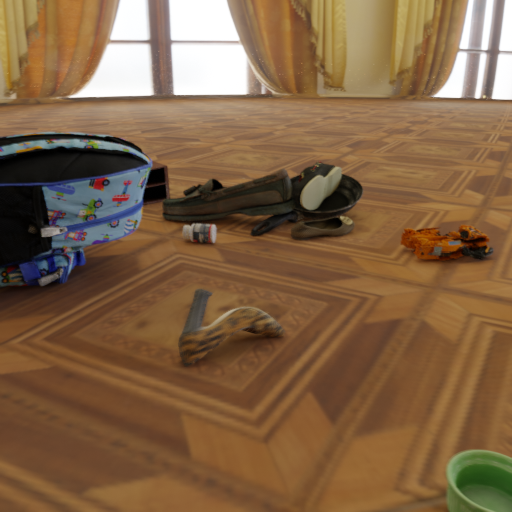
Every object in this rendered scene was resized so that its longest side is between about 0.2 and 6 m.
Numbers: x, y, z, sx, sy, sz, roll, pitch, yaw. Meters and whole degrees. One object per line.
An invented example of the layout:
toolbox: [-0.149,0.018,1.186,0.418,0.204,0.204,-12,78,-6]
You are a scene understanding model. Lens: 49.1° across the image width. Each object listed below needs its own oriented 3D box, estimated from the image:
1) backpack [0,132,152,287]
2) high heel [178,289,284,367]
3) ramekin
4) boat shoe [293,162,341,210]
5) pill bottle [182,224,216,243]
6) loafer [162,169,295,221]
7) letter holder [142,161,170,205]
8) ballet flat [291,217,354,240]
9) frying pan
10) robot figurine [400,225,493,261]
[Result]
backpack: [-3.902,-1.021,10.598,3.814,2.566,3.482,-10,23,-21]
high heel: [-0.345,1.229,8.002,1.531,1.091,0.547,23,-26,-18]
ramekin: [2.159,2.222,5.151,0.824,0.402,0.824,0,21,0]
boat shoe: [1.409,-1.766,13.978,0.733,0.855,2.338,19,30,20]
pill bottle: [-1.245,-0.496,12.291,0.679,0.406,0.406,3,21,9]
loafer: [-0.731,-1.518,13.658,3.343,1.051,1.201,-3,19,12]
letter holder: [-3.543,-2.107,15.731,1.403,0.992,1.973,-18,27,-35]
ballet flat: [1.531,-0.685,12.695,1.630,0.378,0.549,-9,35,-21]
frying pan: [1.428,-1.165,13.828,2.140,0.576,3.538,8,38,18]
robot figurine: [3.985,-0.283,11.582,1.750,0.509,1.269,-4,23,-11]
